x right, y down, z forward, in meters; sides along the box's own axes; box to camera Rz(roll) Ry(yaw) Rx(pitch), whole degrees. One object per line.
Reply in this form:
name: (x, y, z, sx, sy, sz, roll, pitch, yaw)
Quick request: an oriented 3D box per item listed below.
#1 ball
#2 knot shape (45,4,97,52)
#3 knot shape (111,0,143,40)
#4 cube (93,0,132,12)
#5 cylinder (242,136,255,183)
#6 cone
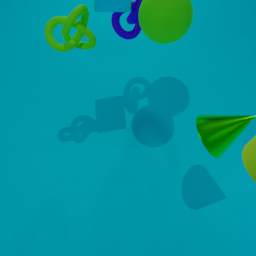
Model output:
ball: (0.918, -2.743, 6.842, 1.322, 1.322, 1.322, 0, 63, 0)
knot shape: (-1.310, -2.356, 7.006, 1.282, 1.200, 0.592, -37, 55, 11)
knot shape: (0.263, -3.220, 7.611, 1.467, 1.373, 0.678, -33, 69, -28)
cube: (-0.399, -3.448, 6.793, 0.893, 0.893, 0.893, -4, 51, -9)
cylinder: (2.326, 0.318, 3.900, 1.014, 1.014, 1.014, 12, 47, -14)
cone: (2.395, -0.034, 6.486, 1.170, 1.165, 1.165, -29, 57, 34)
